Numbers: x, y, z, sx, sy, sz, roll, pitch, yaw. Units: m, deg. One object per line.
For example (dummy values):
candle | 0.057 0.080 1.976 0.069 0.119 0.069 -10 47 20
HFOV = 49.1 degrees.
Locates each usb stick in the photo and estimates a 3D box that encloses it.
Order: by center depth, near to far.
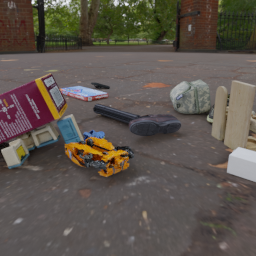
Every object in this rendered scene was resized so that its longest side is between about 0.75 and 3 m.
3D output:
usb stick | -0.377 -0.515 11.146 2.694 0.439 0.747 19 0 44

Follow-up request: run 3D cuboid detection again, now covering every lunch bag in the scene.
lunch bag | 2.728 -1.361 12.566 1.589 1.320 1.895 -11 19 6

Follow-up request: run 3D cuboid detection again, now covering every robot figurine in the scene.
robot figurine | -0.769 0.731 7.518 1.424 0.572 1.963 -16 24 -39

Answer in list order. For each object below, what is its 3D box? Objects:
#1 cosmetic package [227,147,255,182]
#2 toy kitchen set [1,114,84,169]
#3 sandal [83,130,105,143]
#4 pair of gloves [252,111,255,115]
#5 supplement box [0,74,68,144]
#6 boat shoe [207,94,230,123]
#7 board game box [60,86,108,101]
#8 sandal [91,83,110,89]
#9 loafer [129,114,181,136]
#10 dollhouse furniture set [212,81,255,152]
cosmetic package | 3.206 0.954 6.902 1.285 0.545 0.691 16 26 40
toy kitchen set | -2.297 0.550 7.890 1.771 1.043 1.419 -19 18 7
sandal | -1.113 0.266 9.069 0.406 0.445 1.023 9 19 30
pair of gloves | 5.287 -0.543 11.667 1.527 0.268 1.298 10 18 22
supplement box | -3.415 -0.448 8.274 2.864 1.227 1.580 -23 16 2
boat shoe | 3.936 -0.855 11.612 0.946 0.870 2.648 11 22 29
board game box | -2.542 -1.955 15.701 1.451 0.274 2.818 -15 24 -40
sandal | -1.773 -2.606 17.660 1.248 0.299 0.469 17 21 9
loafer | 0.879 -0.163 9.703 1.995 0.717 0.628 -1 44 -25
dollhouse furniture set | 4.208 -0.624 9.163 2.501 2.038 2.378 -5 20 -14
